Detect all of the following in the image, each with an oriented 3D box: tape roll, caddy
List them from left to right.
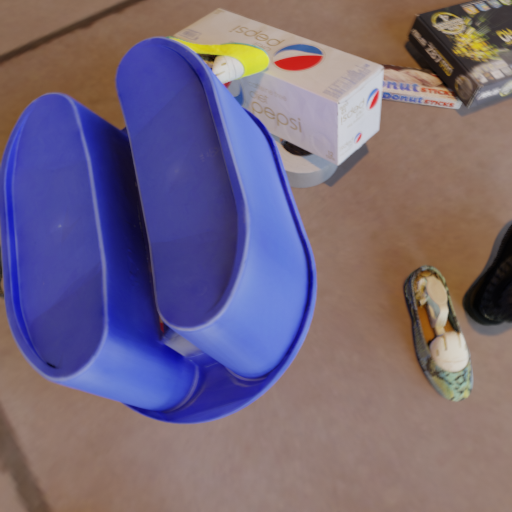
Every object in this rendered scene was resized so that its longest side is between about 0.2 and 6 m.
[{"bbox_3d":[-1.293,-0.320,7.816,3.634,2.698,5.141,-22,64,15],"label":"caddy"},{"bbox_3d":[0.767,-1.888,9.723,1.405,0.464,1.405,0,64,0],"label":"tape roll"}]

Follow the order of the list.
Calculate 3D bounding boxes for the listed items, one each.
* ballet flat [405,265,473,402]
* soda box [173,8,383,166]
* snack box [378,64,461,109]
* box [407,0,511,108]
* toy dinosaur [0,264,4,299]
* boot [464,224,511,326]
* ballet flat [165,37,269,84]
[{"bbox_3d":[2.661,1.061,8.159,0.758,0.758,2.042,-12,65,-6],"label":"ballet flat"},{"bbox_3d":[0.286,-2.905,9.320,3.579,1.219,1.139,33,62,30],"label":"soda box"},{"bbox_3d":[2.835,-3.200,10.487,1.949,0.237,0.701,9,63,4],"label":"snack box"},{"bbox_3d":[4.465,-3.944,10.535,2.541,0.624,2.048,-19,66,-17],"label":"box"},{"bbox_3d":[-3.854,-0.155,7.625,1.863,0.953,0.717,39,82,-19],"label":"toy dinosaur"},{"bbox_3d":[4.038,0.052,7.834,0.888,1.764,2.360,35,81,6],"label":"boot"},{"bbox_3d":[-0.702,-2.851,8.360,1.749,0.584,0.586,11,62,8],"label":"ballet flat"}]
